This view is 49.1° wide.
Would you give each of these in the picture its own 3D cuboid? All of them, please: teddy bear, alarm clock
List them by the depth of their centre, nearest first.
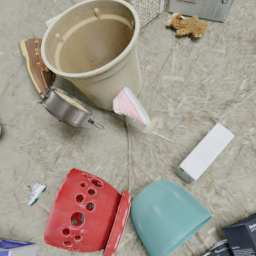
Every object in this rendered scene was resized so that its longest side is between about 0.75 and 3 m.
[{"bbox_3d":[-1.526,-0.443,7.852,2.016,1.360,0.671,29,99,-14],"label":"alarm clock"},{"bbox_3d":[2.264,-3.947,10.822,1.587,0.530,1.151,14,54,6],"label":"teddy bear"}]

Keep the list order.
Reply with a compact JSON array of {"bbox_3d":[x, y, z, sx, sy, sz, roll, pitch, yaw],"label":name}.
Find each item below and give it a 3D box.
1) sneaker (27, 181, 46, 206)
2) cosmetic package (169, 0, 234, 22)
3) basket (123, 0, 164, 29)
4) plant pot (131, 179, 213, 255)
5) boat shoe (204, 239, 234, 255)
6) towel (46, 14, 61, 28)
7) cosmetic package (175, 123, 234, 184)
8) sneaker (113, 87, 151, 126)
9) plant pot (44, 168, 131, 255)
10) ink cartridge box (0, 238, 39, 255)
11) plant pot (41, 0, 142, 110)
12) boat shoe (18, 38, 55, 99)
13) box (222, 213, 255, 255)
[{"bbox_3d":[-3.011,2.024,8.837,0.531,0.295,0.759,31,64,12],"label":"sneaker"},{"bbox_3d":[3.031,-6.038,10.544,2.318,2.333,2.787,12,71,4],"label":"cosmetic package"},{"bbox_3d":[0.102,-5.104,10.405,1.693,2.105,2.086,-43,76,-7],"label":"basket"},{"bbox_3d":[1.030,2.455,7.851,2.031,2.031,1.630,-35,62,-11],"label":"plant pot"},{"bbox_3d":[2.350,3.920,7.846,2.542,0.862,0.912,-22,72,-7],"label":"boat shoe"},{"bbox_3d":[-2.207,-3.768,10.796,1.420,0.400,1.659,-32,74,-7],"label":"towel"},{"bbox_3d":[2.402,0.828,8.874,0.713,0.978,1.925,40,76,13],"label":"cosmetic package"},{"bbox_3d":[0.060,-0.470,8.218,0.734,0.528,1.403,-39,68,14],"label":"sneaker"},{"bbox_3d":[-1.019,2.373,7.738,1.934,2.124,2.124,17,72,2],"label":"plant pot"},{"bbox_3d":[-4.094,3.073,7.068,2.859,2.893,0.680,8,72,3],"label":"ink cartridge box"},{"bbox_3d":[-0.746,-2.008,8.783,2.880,2.636,2.880,-7,62,14],"label":"plant pot"},{"bbox_3d":[-3.052,-2.106,9.889,0.924,0.984,2.735,-23,70,-6],"label":"boat shoe"},{"bbox_3d":[3.748,3.253,7.751,1.569,0.937,1.595,-10,69,-31],"label":"box"}]
